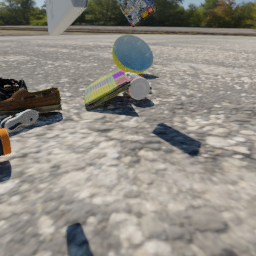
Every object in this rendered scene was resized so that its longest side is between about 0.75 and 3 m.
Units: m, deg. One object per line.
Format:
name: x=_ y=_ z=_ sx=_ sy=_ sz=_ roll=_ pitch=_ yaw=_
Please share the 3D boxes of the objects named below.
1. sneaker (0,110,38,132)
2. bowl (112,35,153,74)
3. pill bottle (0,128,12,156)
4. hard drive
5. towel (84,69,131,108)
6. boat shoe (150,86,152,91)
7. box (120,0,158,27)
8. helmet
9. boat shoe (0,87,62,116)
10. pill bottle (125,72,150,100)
sneaker: x=-3.447 y=-0.312 z=8.628 sx=0.701 sy=0.458 sz=1.254 roll=12 pitch=26 yaw=27
bowl: x=0.093 y=-3.917 z=15.916 sx=2.403 sy=2.403 sz=1.293 roll=-12 pitch=-16 yaw=-27
pill bottle: x=-3.499 y=0.477 z=6.094 sx=1.733 sy=0.921 sz=0.921 roll=-14 pitch=26 yaw=-31
hard drive: x=-1.254 y=-2.727 z=5.307 sx=0.301 sy=1.486 sz=2.253 roll=-7 pitch=8 yaw=-24
towel: x=-0.885 y=-1.620 z=11.148 sx=1.910 sy=0.303 sz=2.659 roll=-29 pitch=24 yaw=2
boat shoe: x=0.449 y=-1.986 z=12.663 sx=0.573 sy=0.486 sz=1.574 roll=-20 pitch=29 yaw=-39
box: x=0.370 y=-4.288 z=10.034 sx=0.254 sy=0.872 sz=1.273 roll=-45 pitch=18 yaw=-33
helmet: x=-4.094 y=-1.199 z=9.938 sx=1.166 sy=1.112 sz=1.166 roll=5 pitch=57 yaw=-7
boat shoe: x=-3.475 y=-0.881 z=9.244 sx=2.509 sy=0.853 sz=0.903 roll=-9 pitch=7 yaw=-30
pill bottle: x=0.219 y=-1.807 z=11.694 sx=0.899 sy=0.899 sz=1.578 roll=-7 pitch=23 yaw=-17
